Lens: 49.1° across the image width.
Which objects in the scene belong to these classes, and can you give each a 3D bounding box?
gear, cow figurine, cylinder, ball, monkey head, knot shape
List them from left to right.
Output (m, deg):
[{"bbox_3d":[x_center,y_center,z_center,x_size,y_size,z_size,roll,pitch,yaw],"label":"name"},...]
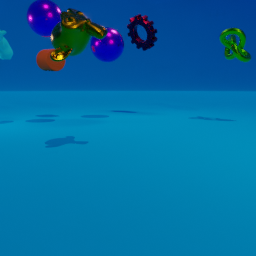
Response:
[{"bbox_3d":[-3.719,-2.450,8.187,0.547,0.996,0.980,-37,29,-18],"label":"cow figurine"},{"bbox_3d":[-2.437,-3.231,8.258,1.048,1.048,1.048,0,8,0],"label":"ball"},{"bbox_3d":[-2.902,-2.548,10.536,0.801,0.801,0.801,-8,15,-43],"label":"cylinder"},{"bbox_3d":[-0.874,-1.609,4.993,0.927,0.776,1.288,23,39,1],"label":"monkey head"},{"bbox_3d":[-0.744,-2.977,10.059,1.214,1.214,1.214,0,8,0],"label":"ball"},{"bbox_3d":[0.590,-4.027,11.848,1.452,1.452,0.269,9,39,47],"label":"gear"},{"bbox_3d":[3.543,-2.805,9.355,0.607,1.230,1.314,-33,40,4],"label":"knot shape"}]
